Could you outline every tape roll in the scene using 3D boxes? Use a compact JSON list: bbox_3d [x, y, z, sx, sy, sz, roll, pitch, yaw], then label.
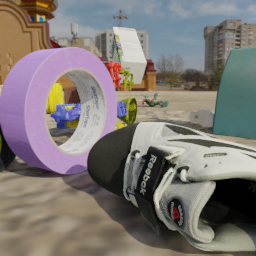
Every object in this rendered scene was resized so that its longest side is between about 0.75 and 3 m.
[{"bbox_3d":[-0.769,-0.211,3.469,0.492,1.499,1.499,6,11,34],"label":"tape roll"}]

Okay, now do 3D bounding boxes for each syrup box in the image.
[{"bbox_3d":[-0.055,-2.585,9.839,0.909,0.879,2.233,1,47,-15],"label":"syrup box"}]

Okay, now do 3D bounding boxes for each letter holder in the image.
[{"bbox_3d":[-2.319,-1.529,13.645,1.428,1.015,0.718,0,9,6],"label":"letter holder"}]

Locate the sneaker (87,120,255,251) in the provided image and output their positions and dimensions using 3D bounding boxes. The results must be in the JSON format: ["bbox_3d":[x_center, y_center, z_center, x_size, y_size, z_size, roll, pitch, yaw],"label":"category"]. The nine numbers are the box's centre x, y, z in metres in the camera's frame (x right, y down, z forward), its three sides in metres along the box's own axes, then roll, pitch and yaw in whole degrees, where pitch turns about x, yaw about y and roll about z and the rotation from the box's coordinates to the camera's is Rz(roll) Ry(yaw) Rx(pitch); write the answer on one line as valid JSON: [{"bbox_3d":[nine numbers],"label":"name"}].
[{"bbox_3d":[0.393,0.380,2.052,2.087,0.773,0.924,5,8,31],"label":"sneaker"}]

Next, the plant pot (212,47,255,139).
[{"bbox_3d":[2.755,-0.782,6.110,1.301,1.842,1.302,8,11,41],"label":"plant pot"}]

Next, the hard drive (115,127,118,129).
[{"bbox_3d":[-0.433,0.102,5.965,0.656,0.131,0.995,2,8,10],"label":"hard drive"}]

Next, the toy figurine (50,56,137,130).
[{"bbox_3d":[-0.864,-0.548,6.168,1.679,1.478,2.802,-8,6,14],"label":"toy figurine"}]

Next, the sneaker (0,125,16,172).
[{"bbox_3d":[-2.149,0.189,2.760,1.140,0.958,2.907,-2,8,8],"label":"sneaker"}]

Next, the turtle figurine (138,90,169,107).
[{"bbox_3d":[1.238,-1.367,13.683,1.391,0.701,1.042,21,33,21],"label":"turtle figurine"}]

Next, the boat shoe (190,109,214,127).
[{"bbox_3d":[2.086,-0.253,7.484,0.441,0.464,1.288,-2,-1,-10],"label":"boat shoe"}]

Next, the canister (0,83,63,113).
[{"bbox_3d":[-3.922,-1.132,10.762,2.661,1.152,1.976,-3,9,-9],"label":"canister"}]
